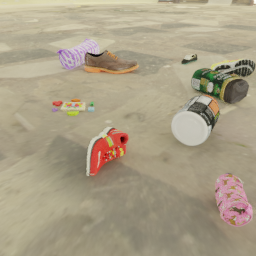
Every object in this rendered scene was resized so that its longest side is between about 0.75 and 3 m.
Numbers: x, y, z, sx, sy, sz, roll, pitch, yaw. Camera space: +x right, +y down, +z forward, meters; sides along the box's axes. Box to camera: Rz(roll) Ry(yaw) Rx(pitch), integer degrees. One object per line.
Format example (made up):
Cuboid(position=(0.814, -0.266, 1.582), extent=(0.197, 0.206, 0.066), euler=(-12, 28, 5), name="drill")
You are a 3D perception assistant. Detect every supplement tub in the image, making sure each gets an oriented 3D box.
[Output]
Cuboid(position=(1.868, -0.279, 7.501), extent=(0.991, 0.991, 1.617), euler=(15, 29, 25), name="supplement tub")

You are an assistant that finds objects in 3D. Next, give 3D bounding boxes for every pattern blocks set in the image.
Cuboid(position=(-1.814, -0.721, 9.312), extent=(1.390, 0.113, 1.222), euler=(-6, 30, -12), name="pattern blocks set")

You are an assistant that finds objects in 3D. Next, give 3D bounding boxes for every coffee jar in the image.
Cuboid(position=(3.274, -1.541, 10.052), extent=(0.997, 0.815, 1.911), euler=(-17, 34, -31), name="coffee jar")

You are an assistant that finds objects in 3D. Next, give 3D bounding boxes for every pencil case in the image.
Cuboid(position=(1.888, 1.270, 5.075), extent=(0.501, 0.524, 1.210), euler=(25, 19, 5), name="pencil case")
Cuboid(position=(-2.319, -3.647, 13.572), extent=(1.019, 1.038, 2.427), euler=(-27, 14, 34), name="pencil case")

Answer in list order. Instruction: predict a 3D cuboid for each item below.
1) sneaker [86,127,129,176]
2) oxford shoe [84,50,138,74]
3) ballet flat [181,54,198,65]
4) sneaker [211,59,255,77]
Cuboid(position=(-0.439, 0.499, 6.568), extent=(0.762, 0.691, 1.795), euler=(13, 32, 13), name="sneaker")
Cuboid(position=(-0.758, -2.999, 12.600), extent=(2.470, 0.900, 0.881), euler=(1, 29, 2), name="oxford shoe")
Cuboid(position=(3.063, -3.484, 14.005), extent=(1.148, 0.393, 0.390), euler=(-25, 39, -36), name="ballet flat")
Cuboid(position=(4.541, -2.682, 12.194), extent=(1.976, 0.772, 0.892), euler=(-4, 27, -6), name="sneaker")
